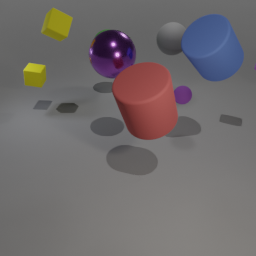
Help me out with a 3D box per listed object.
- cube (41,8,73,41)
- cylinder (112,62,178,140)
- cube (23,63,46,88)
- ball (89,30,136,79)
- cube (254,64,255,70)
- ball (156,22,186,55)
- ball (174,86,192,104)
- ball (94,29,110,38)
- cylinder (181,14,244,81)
[{"bbox_3d":[-2.332,-3.363,9.171,0.700,0.700,0.700,18,-7,-32],"label":"cube"},{"bbox_3d":[0.458,-0.653,6.950,1.400,1.400,1.400,-9,50,11],"label":"cylinder"},{"bbox_3d":[-3.818,-2.171,11.535,0.700,0.700,0.700,8,37,-3],"label":"cube"},{"bbox_3d":[-0.456,-2.169,8.282,1.400,1.400,1.400,0,31,0],"label":"ball"},{"bbox_3d":[4.728,-2.107,9.209,0.700,0.700,0.700,38,55,-9],"label":"cube"},{"bbox_3d":[1.962,-3.934,12.395,1.400,1.400,1.400,0,31,0],"label":"ball"},{"bbox_3d":[2.034,-1.229,10.449,0.700,0.700,0.700,0,31,0],"label":"ball"},{"bbox_3d":[-0.897,-3.722,12.664,1.400,1.400,1.400,0,31,0],"label":"ball"},{"bbox_3d":[2.455,-2.277,8.107,1.400,1.400,1.400,32,1,41],"label":"cylinder"}]
